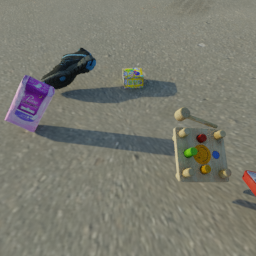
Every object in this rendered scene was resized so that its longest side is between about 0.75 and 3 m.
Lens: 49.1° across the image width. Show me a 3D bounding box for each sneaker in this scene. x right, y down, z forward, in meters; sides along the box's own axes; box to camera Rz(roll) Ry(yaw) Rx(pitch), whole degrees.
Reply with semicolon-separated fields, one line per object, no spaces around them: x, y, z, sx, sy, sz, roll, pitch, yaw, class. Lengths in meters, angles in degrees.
-2.269;-2.166;10.310;2.177;0.797;0.892;-30;67;-14;sneaker

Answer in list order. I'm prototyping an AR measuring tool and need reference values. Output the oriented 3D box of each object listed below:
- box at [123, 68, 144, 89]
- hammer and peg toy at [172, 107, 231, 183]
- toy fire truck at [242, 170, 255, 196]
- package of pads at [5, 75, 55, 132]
0.184;-1.908;10.700;0.749;0.474;0.778;-4;40;-3;box
1.716;0.359;6.561;1.335;0.640;1.815;4;71;-16;hammer and peg toy
3.195;1.488;5.544;1.412;0.943;1.681;13;23;-8;toy fire truck
-2.857;-0.664;8.140;0.931;1.545;0.584;25;32;-21;package of pads
